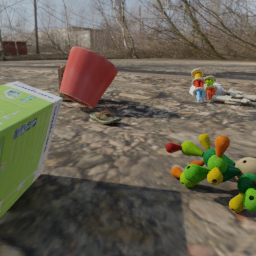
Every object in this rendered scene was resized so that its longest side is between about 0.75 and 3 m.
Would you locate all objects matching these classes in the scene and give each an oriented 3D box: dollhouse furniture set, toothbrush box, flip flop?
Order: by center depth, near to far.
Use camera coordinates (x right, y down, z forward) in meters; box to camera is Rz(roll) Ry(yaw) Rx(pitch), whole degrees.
[{"bbox_3d":[-2.265,0.392,4.848,1.109,1.877,2.577,21,19,2],"label":"toothbrush box"},{"bbox_3d":[-0.871,-0.460,10.398,0.640,0.455,1.579,-13,22,-37],"label":"flip flop"},{"bbox_3d":[-2.419,-2.460,14.750,1.716,1.706,2.435,2,17,7],"label":"dollhouse furniture set"}]

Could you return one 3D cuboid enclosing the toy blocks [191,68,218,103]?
[{"bbox_3d":[3.899,-1.910,14.134,1.563,1.876,0.681,23,-36,-26],"label":"toy blocks"}]

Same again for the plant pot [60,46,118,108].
[{"bbox_3d":[-1.810,-2.063,12.121,2.249,1.990,2.249,23,-6,3],"label":"plant pot"}]

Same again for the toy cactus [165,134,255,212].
[{"bbox_3d":[2.047,0.747,5.622,2.116,1.311,2.565,4,6,-20],"label":"toy cactus"}]

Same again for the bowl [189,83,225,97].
[{"bbox_3d":[4.438,-2.178,15.704,1.713,0.640,1.716,-1,16,-6],"label":"bowl"}]

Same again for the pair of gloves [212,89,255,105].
[{"bbox_3d":[5.331,-1.585,13.920,1.781,0.367,2.094,19,27,34],"label":"pair of gloves"}]
